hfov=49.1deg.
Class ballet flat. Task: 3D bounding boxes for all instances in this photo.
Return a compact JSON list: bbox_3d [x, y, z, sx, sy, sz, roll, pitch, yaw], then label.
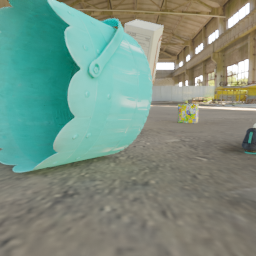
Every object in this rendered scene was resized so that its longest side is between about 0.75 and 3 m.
[{"bbox_3d":[2.970,0.142,5.994,0.664,0.664,1.817,5,8,43],"label":"ballet flat"}]

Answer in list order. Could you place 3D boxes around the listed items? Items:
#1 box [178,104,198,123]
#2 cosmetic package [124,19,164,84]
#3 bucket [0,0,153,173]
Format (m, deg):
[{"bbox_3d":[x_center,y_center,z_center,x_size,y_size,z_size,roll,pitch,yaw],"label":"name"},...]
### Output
[{"bbox_3d":[2.762,-0.675,12.859,0.838,0.870,0.531,3,6,25],"label":"box"},{"bbox_3d":[0.607,-3.485,13.482,1.524,2.948,1.286,21,37,18],"label":"cosmetic package"},{"bbox_3d":[-1.059,-0.677,4.684,2.786,2.786,1.813,5,4,42],"label":"bucket"}]
